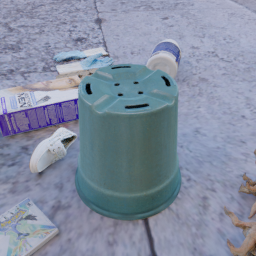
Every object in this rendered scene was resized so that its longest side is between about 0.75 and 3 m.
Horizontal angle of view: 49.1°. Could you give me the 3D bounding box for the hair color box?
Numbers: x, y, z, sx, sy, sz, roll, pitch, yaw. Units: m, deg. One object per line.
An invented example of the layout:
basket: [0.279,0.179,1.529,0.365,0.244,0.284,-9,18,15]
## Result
hair color box: [-2.787,-0.798,9.197,2.853,0.925,1.559,-14,39,-20]

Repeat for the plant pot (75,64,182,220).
plant pot: [0.014,0.175,6.488,2.766,2.709,2.766,0,39,0]

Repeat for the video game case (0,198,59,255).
video game case: [-2.376,2.232,5.914,1.237,0.149,1.357,30,47,33]

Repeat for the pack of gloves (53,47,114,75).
pack of gloves: [-2.050,-3.257,12.677,2.576,0.508,2.164,-14,41,-18]

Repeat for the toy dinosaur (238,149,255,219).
toy dinosaur: [3.430,1.341,6.588,1.302,0.825,1.921,22,48,17]

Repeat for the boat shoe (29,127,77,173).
boat shoe: [-1.974,0.586,7.642,0.613,0.626,1.768,13,39,16]

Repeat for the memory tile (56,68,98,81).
memory tile: [-1.858,-1.912,11.229,1.884,0.158,1.444,-15,41,-20]

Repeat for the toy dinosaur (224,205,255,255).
toy dinosaur: [2.590,2.043,5.135,1.422,0.901,2.098,-12,9,20]

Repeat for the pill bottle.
pill bottle: [1.538,-2.834,11.534,1.227,1.227,2.212,9,39,12]
